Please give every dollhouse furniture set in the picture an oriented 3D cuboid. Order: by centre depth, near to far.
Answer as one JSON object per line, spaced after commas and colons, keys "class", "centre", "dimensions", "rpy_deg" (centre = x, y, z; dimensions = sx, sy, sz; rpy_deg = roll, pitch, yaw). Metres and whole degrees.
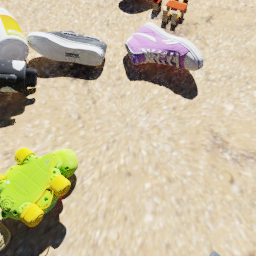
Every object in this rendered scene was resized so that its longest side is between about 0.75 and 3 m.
{"class": "dollhouse furniture set", "centre": [1.736, -5.163, 11.632], "dimensions": [1.407, 0.733, 1.423], "rpy_deg": [23, 60, 14]}

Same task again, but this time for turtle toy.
{"class": "turtle toy", "centre": [-2.220, 1.373, 7.101], "dimensions": [1.713, 1.188, 2.351], "rpy_deg": [34, 62, 19]}

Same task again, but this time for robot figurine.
{"class": "robot figurine", "centre": [-3.830, -1.661, 9.076], "dimensions": [1.672, 1.256, 1.043], "rpy_deg": [2, 65, -16]}

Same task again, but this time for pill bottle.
{"class": "pill bottle", "centre": [-4.485, -3.408, 10.208], "dimensions": [1.202, 1.202, 2.165], "rpy_deg": [-23, 60, -14]}

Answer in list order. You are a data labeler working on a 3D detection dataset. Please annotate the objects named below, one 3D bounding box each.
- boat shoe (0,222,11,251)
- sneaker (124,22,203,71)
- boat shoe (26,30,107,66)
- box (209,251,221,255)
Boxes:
{"class": "boat shoe", "centre": [-3.885, 2.280, 6.805], "dimensions": [2.210, 0.695, 0.806], "rpy_deg": [27, 61, 16]}
{"class": "sneaker", "centre": [1.089, -2.494, 9.813], "dimensions": [1.663, 1.057, 2.917], "rpy_deg": [-40, 56, -18]}
{"class": "boat shoe", "centre": [-2.163, -3.058, 10.114], "dimensions": [2.831, 1.016, 0.960], "rpy_deg": [11, 58, 4]}
{"class": "box", "centre": [1.969, 3.613, 6.149], "dimensions": [1.057, 0.342, 1.340], "rpy_deg": [35, 64, 19]}
